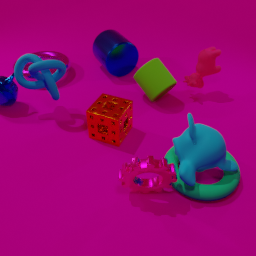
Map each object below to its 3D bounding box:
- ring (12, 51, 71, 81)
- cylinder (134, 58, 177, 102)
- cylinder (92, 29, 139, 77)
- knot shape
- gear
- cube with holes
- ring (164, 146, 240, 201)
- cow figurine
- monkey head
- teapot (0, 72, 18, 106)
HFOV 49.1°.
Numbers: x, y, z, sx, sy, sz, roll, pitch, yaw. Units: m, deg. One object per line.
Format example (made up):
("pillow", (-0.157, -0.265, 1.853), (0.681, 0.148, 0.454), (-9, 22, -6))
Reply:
("ring", (-3.166, -2.305, 10.337), (2.092, 0.418, 2.092), (-1, 37, 1))
("cylinder", (0.862, -1.510, 8.874), (0.996, 0.996, 0.996), (-33, 83, -32))
("cylinder", (-0.471, -2.773, 10.351), (1.320, 1.320, 1.320), (-18, 44, -20))
("knot shape", (-2.367, -1.513, 7.907), (1.541, 1.442, 0.712), (39, 50, -23))
("gear", (0.424, 1.018, 5.957), (1.209, 1.209, 0.224), (0, 51, 0))
("cube with holes", (-0.476, -0.234, 7.680), (0.934, 0.934, 0.934), (16, 43, 18))
("ring", (1.744, 0.960, 6.712), (1.807, 0.361, 1.807), (0, 40, 0))
("cow figurine", (2.345, -1.898, 8.931), (1.208, 1.228, 0.674), (-20, 37, -10))
("monkey head", (1.591, 0.578, 6.115), (1.781, 1.073, 1.281), (44, 34, -17))
("teapot", (-3.806, -1.214, 8.615), (0.984, 1.583, 0.775), (37, 51, -22))
